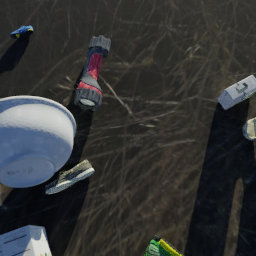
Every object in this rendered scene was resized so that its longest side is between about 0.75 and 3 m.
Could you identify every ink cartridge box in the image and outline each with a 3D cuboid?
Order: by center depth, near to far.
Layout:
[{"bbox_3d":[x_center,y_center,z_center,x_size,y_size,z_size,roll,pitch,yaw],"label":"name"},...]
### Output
[{"bbox_3d":[3.750,-1.186,9.521,1.149,0.838,0.483,-27,73,-9],"label":"ink cartridge box"}]

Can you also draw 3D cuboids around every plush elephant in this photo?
[{"bbox_3d":[4.666,0.043,8.602,1.982,2.406,1.863,38,95,27],"label":"plush elephant"}]

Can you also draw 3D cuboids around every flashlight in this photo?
[{"bbox_3d":[-1.145,-1.980,9.805,0.915,0.919,2.704,18,68,-16],"label":"flashlight"}]

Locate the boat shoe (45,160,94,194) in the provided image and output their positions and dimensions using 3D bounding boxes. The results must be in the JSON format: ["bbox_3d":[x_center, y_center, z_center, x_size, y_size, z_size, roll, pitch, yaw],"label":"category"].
[{"bbox_3d":[-1.837,1.511,8.635,1.573,0.562,0.470,-26,71,-16],"label":"boat shoe"}]

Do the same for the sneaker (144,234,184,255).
[{"bbox_3d":[1.364,3.924,7.645,2.084,0.813,0.888,35,80,22],"label":"sneaker"}]

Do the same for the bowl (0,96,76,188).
[{"bbox_3d":[-2.749,0.658,7.519,2.999,2.999,1.348,-18,54,-7],"label":"bowl"}]

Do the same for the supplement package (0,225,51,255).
[{"bbox_3d":[-2.813,3.750,7.242,1.469,1.480,1.950,-19,70,-7],"label":"supplement package"}]

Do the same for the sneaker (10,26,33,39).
[{"bbox_3d":[-4.114,-3.708,10.807,0.891,0.294,0.349,-22,65,-10],"label":"sneaker"}]
